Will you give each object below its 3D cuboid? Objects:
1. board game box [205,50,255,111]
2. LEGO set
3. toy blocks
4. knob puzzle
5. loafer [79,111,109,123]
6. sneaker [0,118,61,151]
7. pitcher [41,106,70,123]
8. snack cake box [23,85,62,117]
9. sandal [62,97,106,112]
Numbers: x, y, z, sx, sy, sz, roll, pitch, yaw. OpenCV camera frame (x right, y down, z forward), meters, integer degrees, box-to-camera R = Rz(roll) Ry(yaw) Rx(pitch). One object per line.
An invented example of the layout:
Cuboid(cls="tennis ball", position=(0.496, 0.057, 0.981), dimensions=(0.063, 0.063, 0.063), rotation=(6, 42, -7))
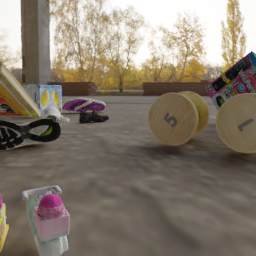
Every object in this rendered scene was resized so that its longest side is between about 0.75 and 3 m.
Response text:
Cuboid(cls="board game box", position=(3.366, -1.210, 8.380), dimensions=(0.564, 1.294, 1.754), rotation=(4, -35, -46))
Cuboid(cls="LEGO set", position=(-1.364, 0.464, 1.403), dimensions=(2.041, 0.760, 0.939), rotation=(-6, 10, -37))
Cuboid(cls="toy blocks", position=(2.002, -0.276, 5.963), dimensions=(2.291, 0.998, 2.748), rotation=(5, 9, 29))
Cuboid(cls="knob puzzle", position=(-2.989, -0.409, 4.161), dimensions=(3.133, 0.434, 3.133), rotation=(1, -10, 0))
Cuboid(cls="loafer", position=(-1.070, -0.379, 8.998), dimensions=(1.028, 0.372, 0.374), rotation=(-5, 8, -35))
Cuboid(cls="sneaker", position=(-2.022, 0.142, 5.122), dimensions=(1.475, 0.545, 0.597), rotation=(-2, -8, -29))
Cuboid(cls="pitcher", position=(-2.088, -0.297, 8.017), dimensions=(0.770, 0.544, 0.898), rotation=(3, 16, -17))
Cuboid(cls="snack cake box", position=(-3.444, -1.147, 11.500), dimensions=(0.714, 1.223, 2.127), rotation=(1, 8, 9))
Cuboid(cls="sandal", position=(-1.930, -0.956, 12.619), dimensions=(1.995, 0.812, 0.490), rotation=(-3, 49, -22))
